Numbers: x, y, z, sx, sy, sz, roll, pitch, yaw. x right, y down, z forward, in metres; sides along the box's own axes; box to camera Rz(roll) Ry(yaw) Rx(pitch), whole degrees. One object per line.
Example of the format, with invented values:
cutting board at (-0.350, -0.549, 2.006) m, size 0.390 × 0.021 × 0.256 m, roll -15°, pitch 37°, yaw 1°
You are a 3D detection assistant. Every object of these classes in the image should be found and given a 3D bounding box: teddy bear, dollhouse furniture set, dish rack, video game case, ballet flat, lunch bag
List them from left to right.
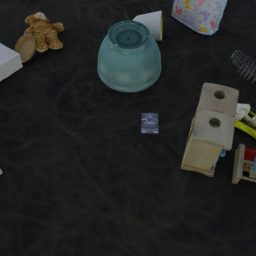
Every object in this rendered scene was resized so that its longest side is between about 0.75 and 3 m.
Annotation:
teddy bear at (-3.427, -3.933, 11.358) m, size 1.608 × 0.741 × 2.218 m, roll -4°, pitch 59°, yaw -5°
video game case at (0.732, -0.157, 9.469) m, size 0.589 × 0.078 × 0.825 m, roll 2°, pitch 58°, yaw 1°
lunch bag at (3.001, -5.058, 11.406) m, size 1.359 × 1.812 × 2.137 m, roll -34°, pitch 62°, yaw -20°
dollhouse furniture set at (3.240, 0.297, 8.077) m, size 2.816 × 1.984 × 1.973 m, roll 14°, pitch 60°, yaw 10°
ballet flat at (3.938, -0.281, 9.082) m, size 2.563 × 0.859 × 0.856 m, roll 38°, pitch 64°, yaw 21°
dish rack at (4.289, -2.033, 9.795) m, size 1.668 × 0.455 × 1.279 m, roll 38°, pitch 44°, yaw 5°

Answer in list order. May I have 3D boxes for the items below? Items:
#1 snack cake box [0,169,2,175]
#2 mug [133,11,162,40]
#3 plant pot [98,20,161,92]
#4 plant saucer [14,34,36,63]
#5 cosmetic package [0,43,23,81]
snack cake box at (-5.081, 0.485, 8.237) m, size 2.659 × 1.529 × 0.893 m, roll 39°, pitch 67°, yaw 21°
mug at (0.815, -4.095, 11.440) m, size 1.139 × 1.387 × 1.111 m, roll 1°, pitch 91°, yaw 11°
plant pot at (0.037, -2.752, 10.098) m, size 2.455 × 1.645 × 2.455 m, roll -1°, pitch 60°, yaw 1°
plant saucer at (-3.950, -3.057, 10.866) m, size 1.174 × 0.208 × 1.174 m, roll -7°, pitch 77°, yaw 31°
cosmetic package at (-5.233, -1.958, 9.984) m, size 1.130 × 0.693 × 2.737 m, roll 29°, pitch 54°, yaw 19°
